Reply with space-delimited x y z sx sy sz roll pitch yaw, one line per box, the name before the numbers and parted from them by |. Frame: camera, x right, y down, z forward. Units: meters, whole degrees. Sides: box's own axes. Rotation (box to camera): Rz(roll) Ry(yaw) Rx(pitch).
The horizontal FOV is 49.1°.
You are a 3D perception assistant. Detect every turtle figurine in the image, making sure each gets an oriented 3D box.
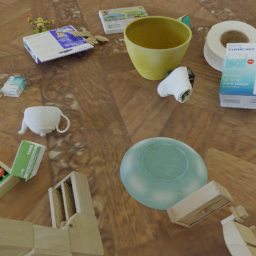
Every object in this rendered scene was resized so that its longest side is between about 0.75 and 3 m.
turtle figurine | -4.093 -4.739 12.904 1.452 0.468 1.171 -1 55 -16

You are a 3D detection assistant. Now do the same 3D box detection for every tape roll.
tape roll | 4.054 -3.176 10.919 2.104 0.736 2.104 -2 63 4

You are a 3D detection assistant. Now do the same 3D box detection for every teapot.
teapot | -2.533 -0.176 8.431 1.145 0.837 1.130 -9 -6 42

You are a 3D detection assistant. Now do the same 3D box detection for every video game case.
video game case | -0.131 -5.230 13.518 2.260 0.259 2.056 -10 48 -8

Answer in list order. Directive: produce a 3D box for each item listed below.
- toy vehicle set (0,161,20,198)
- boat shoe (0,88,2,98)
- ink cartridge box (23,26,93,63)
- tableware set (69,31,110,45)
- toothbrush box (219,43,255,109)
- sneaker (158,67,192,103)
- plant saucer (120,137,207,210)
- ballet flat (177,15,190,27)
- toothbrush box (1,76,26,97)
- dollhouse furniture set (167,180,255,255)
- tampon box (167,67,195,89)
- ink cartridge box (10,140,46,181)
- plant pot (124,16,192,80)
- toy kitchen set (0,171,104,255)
toy vehicle set | -4.363 1.758 6.941 1.728 0.369 2.782 26 52 22
boat shoe | -4.677 -1.366 9.905 0.304 0.274 0.845 -21 51 -18
ink cartridge box | -2.884 -3.366 11.582 2.245 0.492 2.266 -23 49 -23
tableware set | -1.651 -3.889 11.979 1.345 0.187 1.610 27 29 15
toothbrush box | 3.909 -1.731 9.197 1.501 0.875 2.051 7 66 24
sneaker | 1.482 -1.151 8.984 0.586 1.590 0.919 -8 73 -20
plant saucer | 0.978 1.019 7.579 2.395 0.461 2.395 0 47 0
ballet flat | 2.131 -4.243 12.258 0.873 0.873 2.471 13 50 12
toothbrush box | -4.048 -1.474 9.975 0.554 0.323 0.757 7 49 6
dollhouse furniture set | 2.159 2.722 5.651 1.248 1.461 2.819 -39 47 19
tampon box | 1.853 -1.698 9.967 0.843 0.632 0.532 -12 48 -11
ink cartridge box | -2.462 0.771 6.886 0.476 1.605 0.833 19 83 -9
plant pot | 1.026 -2.776 10.269 2.335 1.657 2.335 0 48 0
toy kitchen set | -2.114 2.027 5.810 1.858 2.278 2.055 -40 46 20
